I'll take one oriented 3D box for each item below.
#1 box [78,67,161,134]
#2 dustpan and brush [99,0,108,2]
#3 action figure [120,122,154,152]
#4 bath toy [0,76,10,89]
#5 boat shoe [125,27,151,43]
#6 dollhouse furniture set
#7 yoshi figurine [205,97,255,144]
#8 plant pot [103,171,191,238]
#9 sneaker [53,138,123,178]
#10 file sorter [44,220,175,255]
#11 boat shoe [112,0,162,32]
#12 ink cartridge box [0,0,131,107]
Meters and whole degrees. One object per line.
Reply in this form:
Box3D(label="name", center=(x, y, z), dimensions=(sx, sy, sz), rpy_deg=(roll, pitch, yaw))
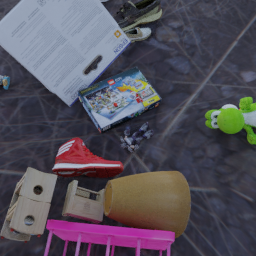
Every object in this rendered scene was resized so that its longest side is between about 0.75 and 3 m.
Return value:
Box3D(label="box", center=(-0.251, -0.893, 8.533), dimensions=(2.110, 0.398, 1.441), rpy_deg=(-27, 67, -19))
Box3D(label="dustpan and brush", center=(-1.177, -5.413, 11.634), dimensions=(0.899, 0.369, 1.288), rpy_deg=(27, 54, 17))
Box3D(label="action figure", center=(0.216, 0.266, 7.961), dimensions=(1.037, 0.360, 0.675), rpy_deg=(-31, 68, -15))
Box3D(label="bath toy", center=(-4.478, -1.501, 9.051), dimensions=(1.220, 0.530, 0.451), rpy_deg=(5, 94, 3))
Box3D(label="boat shoe", center=(0.359, -3.480, 10.318), dimensions=(1.148, 0.393, 0.429), rpy_deg=(-26, 61, -16))
Box3D(label="dollhouse furniture set", center=(-1.715, 1.990, 6.536), dimensions=(1.898, 1.338, 1.330), rpy_deg=(21, 55, -21))
Box3D(label="yoshi figurine", center=(3.386, -0.268, 7.799), dimensions=(2.306, 1.291, 1.296), rpy_deg=(-8, 65, 0))
Box3D(label="plant pot", center=(0.307, 1.618, 6.165), dimensions=(1.585, 1.477, 1.477), rpy_deg=(8, 56, -17))
Box3D(label="sneaker", center=(-1.034, 0.714, 7.465), dimensions=(1.842, 0.722, 1.064), rpy_deg=(1, 59, -1))
Box3D(label="file sorter", center=(-0.391, 2.848, 5.558), dimensions=(2.389, 1.660, 1.498), rpy_deg=(5, 60, 3))
Box3D(label="boat shoe", center=(0.067, -4.285, 10.469), dimensions=(2.701, 0.875, 0.989), rpy_deg=(-28, 48, -21))
Box3D(label="ink cartridge box", center=(-1.869, -2.683, 8.350), dimensions=(2.937, 2.992, 0.648), rpy_deg=(-47, 30, -5))
